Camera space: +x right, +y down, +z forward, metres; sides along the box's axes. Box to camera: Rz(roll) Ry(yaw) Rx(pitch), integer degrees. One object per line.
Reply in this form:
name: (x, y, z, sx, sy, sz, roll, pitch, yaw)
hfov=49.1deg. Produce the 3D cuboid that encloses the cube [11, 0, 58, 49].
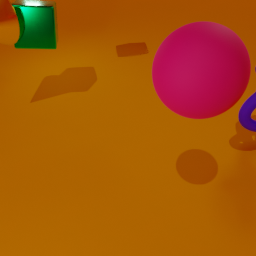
cube: (-2.516, -2.836, 7.659, 1.089, 1.089, 1.089, -2, 31, -10)

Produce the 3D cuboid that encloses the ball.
ball: (0.816, -0.642, 3.208, 1.082, 1.082, 1.082, 0, 44, 0)

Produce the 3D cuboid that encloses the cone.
cone: (-3.619, -2.436, 6.568, 1.435, 1.435, 1.441, 25, 44, 24)

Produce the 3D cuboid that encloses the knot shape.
knot shape: (3.119, -0.806, 6.094, 0.773, 1.672, 1.565, 27, 61, 31)
